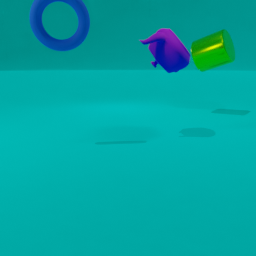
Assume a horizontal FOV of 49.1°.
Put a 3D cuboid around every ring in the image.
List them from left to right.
[{"bbox_3d":[-1.430,-2.259,5.914,1.248,1.248,0.250,-2,23,-8],"label":"ring"}]

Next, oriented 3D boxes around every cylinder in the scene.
[{"bbox_3d":[3.256,-2.934,10.717,1.266,1.266,1.266,-13,3,38],"label":"cylinder"}]

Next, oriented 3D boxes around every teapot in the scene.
[{"bbox_3d":[0.970,-1.954,7.244,1.903,0.932,1.184,27,29,-53],"label":"teapot"}]
